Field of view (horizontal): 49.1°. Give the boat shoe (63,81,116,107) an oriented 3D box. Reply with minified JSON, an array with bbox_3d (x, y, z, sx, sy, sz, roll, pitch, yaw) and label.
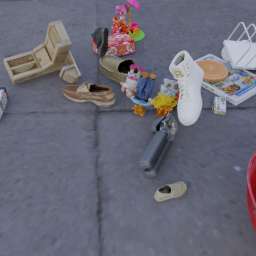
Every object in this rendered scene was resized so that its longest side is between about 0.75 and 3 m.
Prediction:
[{"bbox_3d":[-1.399,-1.340,10.011,2.010,0.722,0.761,11,43,12],"label":"boat shoe"}]

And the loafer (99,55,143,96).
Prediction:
[{"bbox_3d":[-0.181,-2.295,10.906,1.066,0.945,2.803,-28,49,-27],"label":"loafer"}]

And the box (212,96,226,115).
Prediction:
[{"bbox_3d":[3.202,-0.800,9.846,0.451,0.142,0.819,10,43,11],"label":"box"}]

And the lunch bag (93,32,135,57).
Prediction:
[{"bbox_3d":[-0.694,-3.855,12.883,1.760,0.721,1.550,-18,40,-20],"label":"lunch bag"}]

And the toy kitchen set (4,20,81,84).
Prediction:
[{"bbox_3d":[-3.155,-2.303,10.354,2.111,2.339,1.909,-25,89,-25],"label":"toy kitchen set"}]

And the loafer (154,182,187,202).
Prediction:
[{"bbox_3d":[1.096,1.577,7.069,0.912,0.311,0.345,-19,45,-20],"label":"loafer"}]

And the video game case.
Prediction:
[{"bbox_3d":[3.718,-2.029,11.133,2.067,0.260,2.887,-27,48,-28],"label":"video game case"}]

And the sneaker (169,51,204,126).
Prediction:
[{"bbox_3d":[1.557,-1.203,7.996,0.777,1.219,2.110,-14,52,38],"label":"sneaker"}]

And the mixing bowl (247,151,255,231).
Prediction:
[{"bbox_3d":[3.748,1.759,5.777,2.971,1.609,2.971,0,49,0],"label":"mixing bowl"}]

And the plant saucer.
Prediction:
[{"bbox_3d":[3.216,-2.311,11.077,1.472,0.238,1.472,0,42,0],"label":"plant saucer"}]

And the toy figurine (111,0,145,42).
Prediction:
[{"bbox_3d":[-0.163,-5.327,13.551,2.114,1.946,1.587,-27,48,-26],"label":"toy figurine"}]

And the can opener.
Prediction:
[{"bbox_3d":[0.851,0.438,8.281,0.804,0.641,2.404,-11,31,40],"label":"can opener"}]

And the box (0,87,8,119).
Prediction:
[{"bbox_3d":[-5.685,-0.714,9.488,2.785,0.484,1.533,-3,42,-3],"label":"box"}]

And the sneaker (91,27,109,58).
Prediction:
[{"bbox_3d":[-0.861,-2.567,8.417,0.502,0.877,0.335,15,18,36],"label":"sneaker"}]

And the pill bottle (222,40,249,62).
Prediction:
[{"bbox_3d":[4.794,-3.423,12.341,1.231,0.703,0.703,-26,48,-25],"label":"pill bottle"}]

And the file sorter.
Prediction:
[{"bbox_3d":[5.219,-3.273,11.233,2.048,1.275,1.421,0,63,-16],"label":"file sorter"}]

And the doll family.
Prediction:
[{"bbox_3d":[0.763,-1.036,9.147,2.306,1.431,1.039,16,36,5],"label":"doll family"}]
